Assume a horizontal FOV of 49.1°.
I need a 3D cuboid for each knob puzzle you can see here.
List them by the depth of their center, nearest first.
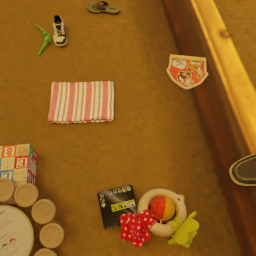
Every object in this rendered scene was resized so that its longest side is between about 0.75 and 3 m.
[{"bbox_3d":[2.078,-1.986,9.794,1.627,0.226,1.627,0,62,0],"label":"knob puzzle"}]

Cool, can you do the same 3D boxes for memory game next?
[{"bbox_3d":[-3.069,2.707,6.822,2.971,0.189,2.971,0,81,-1],"label":"memory game"}]

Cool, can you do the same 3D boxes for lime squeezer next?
[{"bbox_3d":[-3.178,-3.396,10.574,0.561,0.300,1.588,-26,62,22],"label":"lime squeezer"}]

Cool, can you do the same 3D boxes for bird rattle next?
[{"bbox_3d":[0.804,2.336,7.253,1.982,1.116,1.616,4,44,9],"label":"bird rattle"}]

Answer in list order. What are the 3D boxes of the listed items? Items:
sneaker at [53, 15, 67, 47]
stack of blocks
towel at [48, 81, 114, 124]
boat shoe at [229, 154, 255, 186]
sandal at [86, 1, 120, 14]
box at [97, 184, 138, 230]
[{"bbox_3d":[-2.613,-3.657,10.488,0.499,0.578,1.319,-12,64,-8],"label":"sneaker"},{"bbox_3d":[-3.928,1.348,7.714,2.558,0.749,1.473,-4,62,-2],"label":"stack of blocks"},{"bbox_3d":[-1.500,-0.878,9.157,2.097,0.314,1.534,-2,63,-1],"label":"towel"},{"bbox_3d":[4.137,0.960,7.876,2.534,0.833,0.905,-11,63,-6],"label":"boat shoe"},{"bbox_3d":[-0.994,-4.901,11.248,1.375,0.392,0.546,5,62,3],"label":"sandal"},{"bbox_3d":[-0.253,2.129,7.595,1.017,0.242,0.982,-12,60,-6],"label":"box"}]
